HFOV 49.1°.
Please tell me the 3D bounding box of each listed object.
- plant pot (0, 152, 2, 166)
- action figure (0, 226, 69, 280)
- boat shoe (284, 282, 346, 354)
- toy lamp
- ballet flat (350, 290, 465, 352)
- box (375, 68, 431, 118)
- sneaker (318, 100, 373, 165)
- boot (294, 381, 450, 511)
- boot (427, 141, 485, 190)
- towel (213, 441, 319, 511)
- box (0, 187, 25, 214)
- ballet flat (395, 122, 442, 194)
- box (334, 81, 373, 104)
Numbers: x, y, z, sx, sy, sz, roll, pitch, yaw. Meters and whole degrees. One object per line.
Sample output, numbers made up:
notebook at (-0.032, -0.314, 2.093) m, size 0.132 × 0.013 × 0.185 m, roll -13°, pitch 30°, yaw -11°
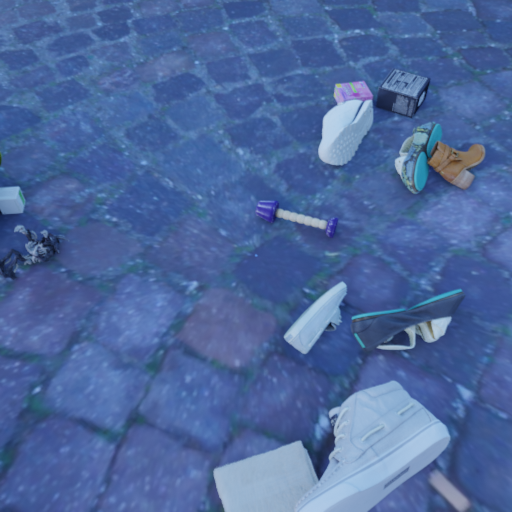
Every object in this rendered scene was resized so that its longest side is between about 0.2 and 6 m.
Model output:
plant pot at (-6.561, -1.280, 11.719) m, size 2.230 × 2.230 × 2.147 m, roll -9°, pitch 63°, yaw -7°
action figure at (-4.638, -0.152, 11.486) m, size 1.501 × 0.766 × 0.892 m, roll -36°, pitch 48°, yaw -24°
boat shoe at (1.246, 1.184, 10.541) m, size 0.619 × 0.607 × 1.739 m, roll 46°, pitch 58°, yaw 4°
toy lamp at (0.865, -0.824, 12.223) m, size 1.784 × 0.519 × 0.519 m, roll 18°, pitch 52°, yaw 11°
ballet flat at (2.884, 1.264, 10.334) m, size 2.408 × 0.880 × 0.880 m, roll -12°, pitch 51°, yaw -18°
box at (3.952, -4.395, 15.092) m, size 1.085 × 0.674 × 1.093 m, roll 25°, pitch 54°, yaw 19°
sneaker at (2.051, -3.084, 13.955) m, size 1.014 × 0.962 × 2.518 m, roll 17°, pitch 45°, yaw 25°
boot at (1.505, 3.055, 8.717) m, size 2.938 × 1.080 × 1.404 m, roll -21°, pitch 46°, yaw -27°
boot at (4.712, -2.362, 13.285) m, size 1.144 × 0.565 × 1.473 m, roll 33°, pitch 68°, yaw -3°
towel at (0.191, 3.566, 8.668) m, size 1.557 × 0.268 × 1.032 m, roll -14°, pitch 50°, yaw -10°
box at (-5.511, -1.244, 12.573) m, size 0.472 × 0.469 × 0.404 m, roll -4°, pitch 50°, yaw -3°
ballet flat at (3.775, -2.306, 13.386) m, size 0.891 × 0.891 × 2.400 m, roll 21°, pitch 51°, yaw 17°
box at (2.635, -4.342, 15.229) m, size 0.835 × 0.404 × 0.734 m, roll -9°, pitch 51°, yaw -7°
